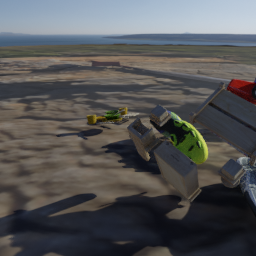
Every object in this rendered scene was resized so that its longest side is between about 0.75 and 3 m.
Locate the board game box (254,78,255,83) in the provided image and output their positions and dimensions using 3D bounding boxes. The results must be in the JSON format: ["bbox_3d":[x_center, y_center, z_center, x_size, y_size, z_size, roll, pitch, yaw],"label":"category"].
[{"bbox_3d":[3.940,-1.073,7.459,1.141,0.772,0.197,25,28,17],"label":"board game box"}]

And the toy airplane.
[{"bbox_3d":[2.364,-0.098,4.376,1.552,1.095,1.546,-4,61,-22],"label":"toy airplane"}]

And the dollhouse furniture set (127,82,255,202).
[{"bbox_3d":[1.291,0.039,4.349,1.975,0.964,1.684,-42,57,-13],"label":"dollhouse furniture set"}]

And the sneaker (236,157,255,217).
[{"bbox_3d":[2.201,0.712,3.966,1.095,0.711,1.896,-29,10,20],"label":"sneaker"}]

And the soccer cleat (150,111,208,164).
[{"bbox_3d":[1.228,0.153,6.222,0.833,0.644,1.992,22,16,-32],"label":"soccer cleat"}]

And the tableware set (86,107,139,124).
[{"bbox_3d":[-0.515,-0.379,7.886,1.178,0.268,1.748,-2,11,28],"label":"tableware set"}]
